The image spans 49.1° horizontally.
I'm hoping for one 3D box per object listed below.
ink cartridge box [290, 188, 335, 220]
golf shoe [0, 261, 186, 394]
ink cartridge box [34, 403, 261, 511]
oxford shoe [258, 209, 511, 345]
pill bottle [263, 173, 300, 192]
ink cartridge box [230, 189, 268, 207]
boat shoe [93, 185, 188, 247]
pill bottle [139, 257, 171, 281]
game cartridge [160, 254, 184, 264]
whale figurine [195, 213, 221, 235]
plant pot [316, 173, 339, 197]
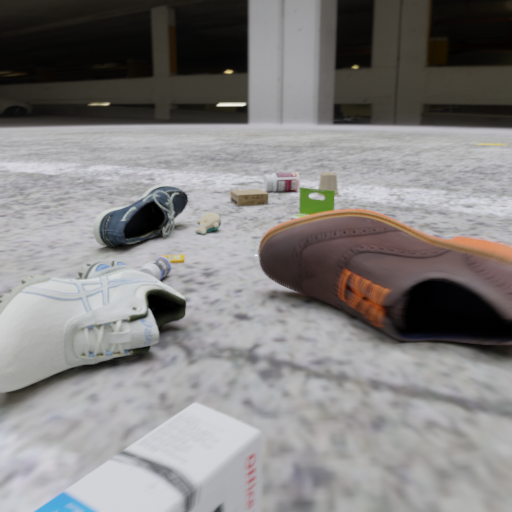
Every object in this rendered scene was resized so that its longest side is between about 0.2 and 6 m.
[{"bbox_3d":[1.042,-0.716,10.475,0.765,1.034,0.392,10,19,29],"label":"ink cartridge box"},{"bbox_3d":[-1.698,0.696,5.923,1.273,1.025,2.619,12,21,19],"label":"golf shoe"},{"bbox_3d":[-0.532,1.541,2.999,0.549,0.951,1.302,12,21,33],"label":"ink cartridge box"},{"bbox_3d":[1.506,0.257,6.904,3.636,1.294,1.319,8,25,28],"label":"oxford shoe"},{"bbox_3d":[0.720,-2.092,15.991,0.962,0.549,0.549,-3,17,-11],"label":"pill bottle"},{"bbox_3d":[-0.180,-1.499,14.390,0.835,0.314,0.688,-5,16,-17],"label":"ink cartridge box"},{"bbox_3d":[-2.049,-0.809,10.973,0.777,0.941,2.514,8,20,29],"label":"boat shoe"},{"bbox_3d":[-1.547,0.234,8.521,0.325,0.325,0.572,5,17,15],"label":"pill bottle"},{"bbox_3d":[-1.442,0.056,9.584,0.419,0.068,0.369,-1,16,-8],"label":"game cartridge"},{"bbox_3d":[-0.987,-0.601,11.508,0.516,0.337,0.649,12,44,25],"label":"whale figurine"},{"bbox_3d":[1.992,-1.984,15.520,0.663,0.607,0.663,0,17,0],"label":"plant pot"}]
